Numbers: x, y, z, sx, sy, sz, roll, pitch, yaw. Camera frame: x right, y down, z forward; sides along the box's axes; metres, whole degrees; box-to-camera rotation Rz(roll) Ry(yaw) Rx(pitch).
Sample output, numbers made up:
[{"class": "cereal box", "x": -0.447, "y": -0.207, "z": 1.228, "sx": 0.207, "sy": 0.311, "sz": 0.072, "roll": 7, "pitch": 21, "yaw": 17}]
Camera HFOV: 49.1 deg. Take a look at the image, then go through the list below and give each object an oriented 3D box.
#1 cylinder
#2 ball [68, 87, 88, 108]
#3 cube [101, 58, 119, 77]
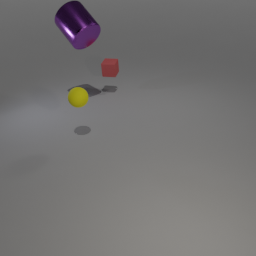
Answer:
[{"class": "cylinder", "x": -2.088, "y": -4.259, "z": 11.657, "sx": 1.400, "sy": 1.400, "sz": 1.400, "roll": -29, "pitch": 77, "yaw": -41}, {"class": "ball", "x": -1.711, "y": -1.049, "z": 9.617, "sx": 0.700, "sy": 0.700, "sz": 0.700, "roll": 0, "pitch": 29, "yaw": 0}, {"class": "cube", "x": -0.887, "y": -3.011, "z": 13.998, "sx": 0.700, "sy": 0.700, "sz": 0.700, "roll": 5, "pitch": 37, "yaw": 12}]
